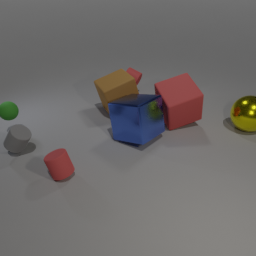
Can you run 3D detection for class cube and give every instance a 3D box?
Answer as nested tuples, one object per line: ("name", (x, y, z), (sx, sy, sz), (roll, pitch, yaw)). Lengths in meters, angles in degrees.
("cube", (1.961, -1.026, 10.913), (1.400, 1.400, 1.400), (-19, 51, -5))
("cube", (0.331, -0.372, 10.061), (1.400, 1.400, 1.400), (8, 25, 39))
("cube", (-0.428, -1.472, 11.962), (1.400, 1.400, 1.400), (-26, 36, -10))

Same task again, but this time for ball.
("ball", (4.650, -0.546, 10.715), (1.400, 1.400, 1.400), (0, 29, 0))
("ball", (-4.362, -0.621, 10.215), (0.700, 0.700, 0.700), (0, 29, 0))

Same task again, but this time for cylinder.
("cylinder", (-3.661, 0.359, 9.280), (0.700, 0.700, 0.700), (28, 32, -19))
("cylinder", (-2.034, 1.073, 8.299), (0.700, 0.700, 0.700), (-17, 22, 7))
("cylinder", (0.242, -2.536, 13.851), (0.700, 0.700, 0.700), (28, 35, 8))
